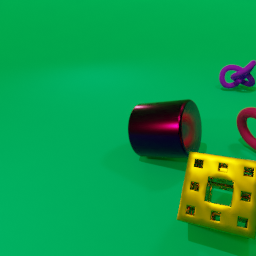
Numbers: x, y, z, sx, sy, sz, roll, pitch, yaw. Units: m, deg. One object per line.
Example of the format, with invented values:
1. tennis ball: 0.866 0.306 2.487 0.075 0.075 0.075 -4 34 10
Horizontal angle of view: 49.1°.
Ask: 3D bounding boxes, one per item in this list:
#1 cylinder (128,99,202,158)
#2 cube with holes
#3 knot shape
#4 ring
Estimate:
1. cylinder: 0.869 0.032 6.458 1.297 1.297 1.297 -2 23 34
2. cube with holes: 1.486 1.092 4.479 1.056 1.056 1.056 7 73 23
3. knot shape: 4.128 -1.971 10.599 1.325 1.416 0.654 -7 62 8
4. ring: 3.101 0.065 6.686 0.247 1.233 1.233 -30 37 -14
